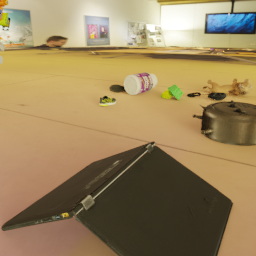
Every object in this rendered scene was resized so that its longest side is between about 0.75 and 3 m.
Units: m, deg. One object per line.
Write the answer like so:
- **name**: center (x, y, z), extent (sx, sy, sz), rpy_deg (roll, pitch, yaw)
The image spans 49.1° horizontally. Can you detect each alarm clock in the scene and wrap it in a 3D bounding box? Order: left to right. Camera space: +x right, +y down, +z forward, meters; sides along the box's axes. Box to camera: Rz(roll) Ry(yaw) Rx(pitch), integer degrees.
- **alarm clock**: center (3.324, -0.206, 7.916), extent (2.739, 0.912, 1.847), rpy_deg (4, 20, 2)

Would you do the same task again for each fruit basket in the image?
- **fruit basket**: center (1.864, -1.450, 11.994), extent (0.873, 0.630, 0.873), rpy_deg (-41, 17, 15)

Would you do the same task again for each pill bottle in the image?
- **pill bottle**: center (0.642, -2.105, 13.063), extent (0.914, 0.914, 1.629), rpy_deg (16, 26, 38)

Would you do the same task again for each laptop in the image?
- **laptop**: center (-0.046, 1.370, 4.532), extent (2.613, 1.514, 2.447), rpy_deg (-22, 5, 33)

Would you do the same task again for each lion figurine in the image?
- **lion figurine**: center (4.473, -1.794, 12.728), extent (2.109, 0.764, 1.292), rpy_deg (-8, 24, 20)

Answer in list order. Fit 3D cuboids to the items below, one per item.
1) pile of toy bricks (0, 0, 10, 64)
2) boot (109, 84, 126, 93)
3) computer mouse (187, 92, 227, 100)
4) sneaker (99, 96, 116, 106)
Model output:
- **pile of toy bricks**: center (-2.963, -2.248, 5.449), extent (1.037, 1.870, 0.923), rpy_deg (2, -8, 7)
- **boot**: center (-0.366, -1.855, 13.346), extent (1.068, 0.393, 0.403), rpy_deg (-1, -2, -9)
- **computer mouse**: center (3.351, -1.336, 11.992), extent (1.681, 0.286, 0.493), rpy_deg (6, 29, 32)
- **sneaker**: center (-0.776, -1.105, 11.054), extent (0.337, 0.383, 0.906), rpy_deg (14, 24, 32)
